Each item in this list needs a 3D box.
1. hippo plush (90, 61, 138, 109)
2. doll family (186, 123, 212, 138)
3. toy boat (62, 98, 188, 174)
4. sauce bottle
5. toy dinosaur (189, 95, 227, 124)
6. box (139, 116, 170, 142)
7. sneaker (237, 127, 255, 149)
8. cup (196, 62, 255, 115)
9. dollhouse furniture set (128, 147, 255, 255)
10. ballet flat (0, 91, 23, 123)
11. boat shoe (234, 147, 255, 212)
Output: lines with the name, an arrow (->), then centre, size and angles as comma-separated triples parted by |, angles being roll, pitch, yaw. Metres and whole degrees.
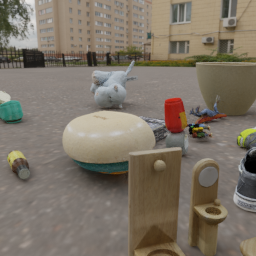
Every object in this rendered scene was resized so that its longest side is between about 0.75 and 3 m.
hippo plush -> -0.616, -1.602, 13.025 | 2.392, 1.905, 1.923 | -11, 44, 5
doll family -> 2.029, 0.053, 8.275 | 0.652, 0.443, 1.128 | -2, 2, 1
toy boat -> 0.135, 0.286, 6.274 | 2.994, 1.391, 2.517 | -16, 16, -23
sauce bottle -> -2.294, 0.767, 5.898 | 0.354, 0.354, 1.096 | -9, 16, -29
toy dinosaur -> 2.991, -0.403, 10.285 | 1.425, 1.570, 0.824 | 19, -27, -14
box -> 0.478, 0.043, 8.445 | 1.291, 0.407, 1.637 | 11, 19, 35
sneaker -> 3.673, 0.206, 7.425 | 1.530, 0.565, 0.619 | -26, 36, -13
cup -> 4.208, -1.649, 11.580 | 2.841, 2.032, 2.841 | 0, 14, 0
dollhouse furniture set -> 1.022, 1.078, 2.789 | 1.606, 1.376, 1.689 | -5, 16, -17
ballet flat -> -4.794, -0.932, 10.894 | 0.959, 1.002, 2.848 | -16, 21, -35
boat shoe -> 2.490, 0.726, 5.268 | 0.800, 0.756, 2.230 | 10, 18, 33
